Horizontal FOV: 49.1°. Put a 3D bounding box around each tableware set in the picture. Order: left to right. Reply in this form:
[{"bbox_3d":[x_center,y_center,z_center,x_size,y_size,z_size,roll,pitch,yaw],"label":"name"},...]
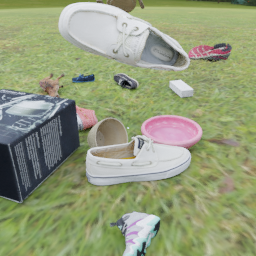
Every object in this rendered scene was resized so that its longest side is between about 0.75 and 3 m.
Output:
[{"bbox_3d":[-0.314,-3.383,6.683,1.123,0.340,1.699,-8,-18,14],"label":"tableware set"}]

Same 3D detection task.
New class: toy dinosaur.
[{"bbox_3d":[-2.958,-1.596,10.390,1.501,0.644,1.018,16,38,38],"label":"toy dinosaur"}]

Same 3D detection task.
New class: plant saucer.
[{"bbox_3d":[1.118,0.154,7.293,1.551,0.393,1.551,1,28,0],"label":"plant saucer"}]

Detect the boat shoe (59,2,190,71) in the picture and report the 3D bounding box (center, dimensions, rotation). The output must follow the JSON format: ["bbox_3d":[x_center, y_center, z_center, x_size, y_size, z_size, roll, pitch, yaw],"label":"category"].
[{"bbox_3d":[0.078,-1.870,5.956,2.983,1.056,1.034,8,22,-26],"label":"boat shoe"}]

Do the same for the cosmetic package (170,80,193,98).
[{"bbox_3d":[1.974,-1.476,10.461,0.469,0.288,1.137,-7,29,-12],"label":"cosmetic package"}]

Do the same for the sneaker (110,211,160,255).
[{"bbox_3d":[-0.009,1.691,4.452,0.740,0.411,1.058,13,21,26],"label":"sneaker"}]

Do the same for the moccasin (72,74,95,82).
[{"bbox_3d":[-1.853,-2.103,11.605,0.945,0.322,0.380,-8,29,-14],"label":"moccasin"}]

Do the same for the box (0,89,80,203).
[{"bbox_3d":[-2.597,0.206,6.189,2.224,1.378,2.186,10,28,19],"label":"box"}]

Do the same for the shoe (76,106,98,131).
[{"bbox_3d":[-1.367,-0.383,8.255,0.615,0.483,1.353,-12,35,-24],"label":"shoe"}]

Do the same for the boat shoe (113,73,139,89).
[{"bbox_3d":[-0.173,-1.826,10.962,1.251,0.454,0.392,27,35,33],"label":"boat shoe"}]

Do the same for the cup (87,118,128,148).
[{"bbox_3d":[-0.580,0.267,6.678,0.960,0.960,0.687,-27,12,-40],"label":"cup"}]

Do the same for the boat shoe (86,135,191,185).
[{"bbox_3d":[0.267,0.585,6.012,2.365,0.825,0.838,-6,29,-11],"label":"boat shoe"}]

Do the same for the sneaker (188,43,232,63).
[{"bbox_3d":[1.582,-1.405,5.426,0.822,0.307,0.331,-4,55,2],"label":"sneaker"}]
